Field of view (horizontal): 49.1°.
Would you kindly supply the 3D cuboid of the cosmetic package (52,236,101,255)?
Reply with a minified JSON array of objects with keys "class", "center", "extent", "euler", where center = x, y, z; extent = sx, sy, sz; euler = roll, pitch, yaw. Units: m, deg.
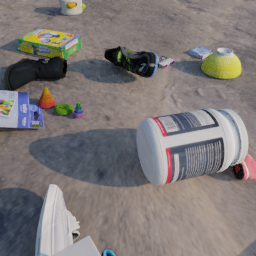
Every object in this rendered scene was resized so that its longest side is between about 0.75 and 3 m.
[{"class":"cosmetic package","center":[-0.604,2.605,4.141],"extent":[0.797,1.878,1.011],"euler":[-22,44,-24]}]

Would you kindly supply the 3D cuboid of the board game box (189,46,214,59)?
[{"class":"board game box","center":[3.388,-3.475,12.869],"extent":[0.806,0.176,0.810],"euler":[-27,46,-27]}]

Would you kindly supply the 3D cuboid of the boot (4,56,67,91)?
[{"class":"boot","center":[-3.407,-2.118,10.672],"extent":[1.871,0.851,2.227],"euler":[0,33,6]}]

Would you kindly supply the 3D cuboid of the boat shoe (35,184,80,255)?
[{"class":"boat shoe","center":[-1.375,2.124,5.654],"extent":[0.801,0.842,2.338],"euler":[12,28,-21]}]

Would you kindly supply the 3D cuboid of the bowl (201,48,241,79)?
[{"class":"bowl","center":[3.861,-2.748,11.405],"extent":[1.595,0.858,1.595],"euler":[0,36,0]}]

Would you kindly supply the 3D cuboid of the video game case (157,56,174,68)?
[{"class":"video game case","center":[1.514,-2.882,12.181],"extent":[0.689,0.136,0.760],"euler":[32,49,32]}]

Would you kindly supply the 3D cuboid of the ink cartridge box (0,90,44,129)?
[{"class":"ink cartridge box","center":[-3.978,-0.628,8.540],"extent":[2.709,0.568,1.616],"euler":[5,30,-24]}]

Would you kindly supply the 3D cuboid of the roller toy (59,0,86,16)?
[{"class":"roller toy","center":[-3.530,-7.630,17.217],"extent":[1.389,1.064,1.523],"euler":[20,43,22]}]

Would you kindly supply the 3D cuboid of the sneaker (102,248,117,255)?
[{"class":"sneaker","center":[-0.134,2.789,4.969],"extent":[0.495,0.554,1.353],"euler":[-23,46,-26]}]

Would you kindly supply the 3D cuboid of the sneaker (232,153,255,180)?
[{"class":"sneaker","center":[3.060,0.856,7.480],"extent":[0.601,0.511,1.387],"euler":[10,42,-9]}]

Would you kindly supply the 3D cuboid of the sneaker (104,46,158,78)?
[{"class":"sneaker","center":[0.070,-2.590,10.870],"extent":[1.159,0.992,2.798],"euler":[-5,23,-41]}]

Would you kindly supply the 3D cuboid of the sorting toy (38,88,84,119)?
[{"class":"sorting toy","center":[-2.256,-0.886,9.330],"extent":[1.834,0.632,0.636],"euler":[20,34,22]}]

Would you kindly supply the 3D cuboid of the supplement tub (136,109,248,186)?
[{"class":"supplement tub","center":[1.516,0.411,6.968],"extent":[2.348,1.648,1.648],"euler":[-10,40,-12]}]

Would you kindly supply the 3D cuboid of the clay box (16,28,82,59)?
[{"class":"clay box","center":[-3.777,-4.004,13.127],"extent":[2.761,0.657,1.586],"euler":[16,41,17]}]
